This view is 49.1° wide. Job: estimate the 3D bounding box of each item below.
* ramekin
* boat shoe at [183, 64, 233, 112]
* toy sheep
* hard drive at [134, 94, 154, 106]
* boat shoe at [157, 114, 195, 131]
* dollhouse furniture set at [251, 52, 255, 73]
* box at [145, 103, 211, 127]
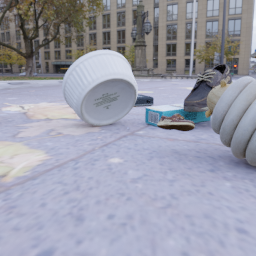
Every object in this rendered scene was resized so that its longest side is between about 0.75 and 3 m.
[{"bbox_3d":[-0.737,-1.051,8.337,2.272,2.272,1.058,-7,47,-28],"label":"ramekin"},{"bbox_3d":[2.444,-1.312,8.727,1.024,1.007,2.748,2,26,37],"label":"boat shoe"},{"bbox_3d":[2.467,-0.071,4.991,1.718,1.718,2.493,-12,36,-44],"label":"toy sheep"},{"bbox_3d":[-0.298,-1.336,13.614,2.590,0.426,1.807,-4,13,-18],"label":"hard drive"},{"bbox_3d":[0.961,-0.142,5.576,0.331,0.331,0.919,28,-14,-31],"label":"boat shoe"},{"bbox_3d":[4.222,-0.908,7.401,1.741,2.297,2.621,-4,-12,-20],"label":"dollhouse furniture set"},{"bbox_3d":[1.667,-0.453,9.156,2.158,0.530,0.888,-8,16,-33],"label":"box"}]
